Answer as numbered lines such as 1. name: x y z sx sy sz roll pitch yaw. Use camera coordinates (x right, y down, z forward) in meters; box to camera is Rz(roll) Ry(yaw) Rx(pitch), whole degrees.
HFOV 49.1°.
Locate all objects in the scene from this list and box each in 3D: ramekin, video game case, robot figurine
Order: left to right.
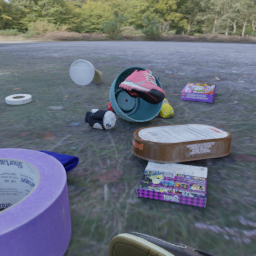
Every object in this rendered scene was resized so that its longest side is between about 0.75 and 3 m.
1. ramekin: -1.715 -2.154 10.727 0.968 0.968 0.451 3 22 7
2. robot figurine: -0.936 -0.290 9.548 1.055 0.659 0.793 7 28 18
3. video game case: 1.034 1.194 6.275 1.424 0.255 1.291 6 22 14

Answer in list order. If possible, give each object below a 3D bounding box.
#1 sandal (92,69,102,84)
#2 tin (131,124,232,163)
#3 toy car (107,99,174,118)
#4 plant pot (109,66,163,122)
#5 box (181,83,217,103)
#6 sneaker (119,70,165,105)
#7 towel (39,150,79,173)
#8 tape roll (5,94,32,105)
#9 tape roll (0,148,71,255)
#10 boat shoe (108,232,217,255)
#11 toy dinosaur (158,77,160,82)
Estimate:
1. sandal: -1.908 -3.185 16.669 0.760 0.847 2.310 -20 23 -32
2. tin: 1.513 0.356 7.709 2.911 0.610 1.630 -4 21 -23
3. toy car: 0.803 -1.266 11.897 2.804 0.625 2.638 9 26 21
4. plant pot: 0.136 -1.105 10.316 1.963 1.963 1.315 -11 -3 -26
5. box: 3.457 -1.740 13.540 1.421 0.406 2.076 8 23 19
6. sneaker: 0.340 -0.961 5.921 0.551 0.649 1.496 35 -3 -32
7. towel: -2.058 0.886 6.695 1.548 0.384 1.143 5 13 42
8. tape roll: -4.963 -1.309 12.734 1.120 0.205 1.120 -1 22 0
9. tape roll: -2.321 1.402 4.549 2.692 1.144 2.692 -1 21 0
10. boat shoe: 0.955 2.017 3.447 2.646 0.969 0.858 20 19 31
11. toy dinosaur: 1.306 -2.553 15.615 0.846 0.456 1.921 -19 25 -4
